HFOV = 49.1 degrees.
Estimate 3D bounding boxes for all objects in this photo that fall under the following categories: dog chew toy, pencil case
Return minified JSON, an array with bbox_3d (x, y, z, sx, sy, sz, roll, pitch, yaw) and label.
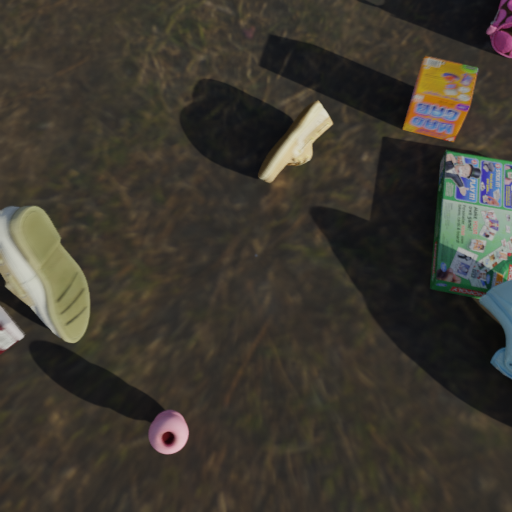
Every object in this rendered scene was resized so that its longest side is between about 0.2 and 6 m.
[{"bbox_3d":[-1.147,2.263,7.352,0.496,0.797,0.496,0,92,-7],"label":"dog chew toy"},{"bbox_3d":[5.254,-4.987,11.197,0.985,0.955,2.104,18,61,10],"label":"pencil case"}]

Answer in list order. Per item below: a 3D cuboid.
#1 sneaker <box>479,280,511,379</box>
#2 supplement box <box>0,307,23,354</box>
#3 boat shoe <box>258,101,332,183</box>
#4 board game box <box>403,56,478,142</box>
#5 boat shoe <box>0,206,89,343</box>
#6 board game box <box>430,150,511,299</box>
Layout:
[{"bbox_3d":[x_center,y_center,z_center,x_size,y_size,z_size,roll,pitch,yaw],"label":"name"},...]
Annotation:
[{"bbox_3d":[3.918,1.586,7.776,1.076,0.970,2.625,-24,66,24],"label":"sneaker"},{"bbox_3d":[-4.384,1.317,7.963,1.762,0.537,0.959,-39,65,-19],"label":"supplement box"},{"bbox_3d":[0.725,-1.871,9.649,0.601,0.640,1.737,41,79,-17],"label":"boat shoe"},{"bbox_3d":[3.253,-2.774,9.951,0.938,0.937,0.937,17,64,9],"label":"board game box"},{"bbox_3d":[-3.005,0.270,7.786,0.752,2.199,0.822,2,35,20],"label":"boat shoe"},{"bbox_3d":[3.794,-0.484,9.048,1.712,0.370,2.545,12,62,6],"label":"board game box"}]
